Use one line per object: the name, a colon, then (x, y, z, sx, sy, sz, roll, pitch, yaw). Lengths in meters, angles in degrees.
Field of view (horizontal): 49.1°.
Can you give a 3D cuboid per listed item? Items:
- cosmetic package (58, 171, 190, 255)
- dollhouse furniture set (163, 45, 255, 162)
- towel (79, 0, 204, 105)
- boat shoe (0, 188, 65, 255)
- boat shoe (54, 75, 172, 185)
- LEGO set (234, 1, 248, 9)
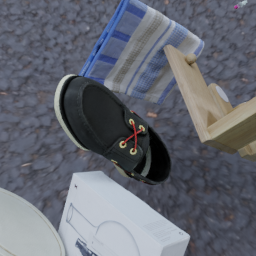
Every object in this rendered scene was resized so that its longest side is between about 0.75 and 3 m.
cosmetic package: (-0.366, 2.143, 4.102, 1.855, 0.636, 2.460, 27, 106, 43)
dollhouse furniture set: (2.816, -1.086, 5.245, 2.804, 2.667, 2.285, -38, 51, 32)
towel: (0.404, -1.393, 5.855, 1.881, 2.561, 0.305, -54, 51, 24)
boat shoe: (-2.154, 1.338, 3.881, 2.692, 1.008, 0.832, 35, 108, -13)
boat shoe: (-0.055, 0.117, 4.402, 0.865, 2.761, 1.010, 7, 64, 33)
LEGO set: (2.813, -3.841, 7.534, 0.465, 0.575, 1.251, -37, 96, -32)
